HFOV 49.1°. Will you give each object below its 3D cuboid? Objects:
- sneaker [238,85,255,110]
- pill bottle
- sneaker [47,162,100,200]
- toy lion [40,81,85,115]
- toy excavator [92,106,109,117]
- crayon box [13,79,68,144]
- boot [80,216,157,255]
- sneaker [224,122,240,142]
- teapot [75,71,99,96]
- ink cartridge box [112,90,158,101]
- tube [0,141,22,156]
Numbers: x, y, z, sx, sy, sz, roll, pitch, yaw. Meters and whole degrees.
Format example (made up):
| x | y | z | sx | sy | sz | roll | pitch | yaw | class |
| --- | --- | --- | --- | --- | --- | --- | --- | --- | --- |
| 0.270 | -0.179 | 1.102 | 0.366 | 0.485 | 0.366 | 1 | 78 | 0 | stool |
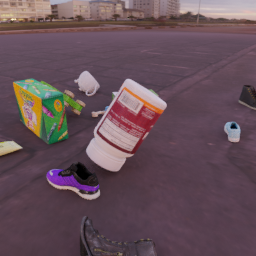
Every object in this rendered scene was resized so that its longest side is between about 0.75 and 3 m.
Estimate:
| x | y | z | sx | sy | sz | roll | pitch | yaw | class |
| --- | --- | --- | --- | --- | --- | --- | --- | --- | --- |
| 5.533 | -1.330 | 12.229 | 0.595 | 0.846 | 1.592 | -13 | 27 | -26 | sneaker |
| -0.091 | -0.039 | 7.318 | 1.253 | 2.194 | 1.253 | 32 | 13 | -8 | pill bottle |
| -1.328 | 1.120 | 6.774 | 1.518 | 0.755 | 0.528 | 13 | 27 | 25 | sneaker |
| -2.645 | -1.247 | 10.910 | 1.560 | 0.559 | 1.627 | 28 | -6 | 22 | toy lion |
| -0.851 | -0.654 | 11.304 | 0.959 | 0.479 | 0.933 | -2 | 18 | 28 | toy excavator |
| -3.089 | -0.672 | 9.798 | 0.776 | 1.582 | 2.664 | -19 | 29 | -34 | crayon box |
| -0.168 | 2.127 | 4.927 | 1.303 | 0.518 | 1.496 | -3 | 31 | -14 | boot |
| 3.633 | -0.012 | 9.630 | 0.480 | 0.533 | 1.300 | 4 | 24 | 6 | sneaker |
| -2.090 | -2.210 | 14.223 | 0.895 | 1.209 | 1.225 | -42 | 9 | -5 | teapot |
| 0.305 | -1.265 | 12.441 | 1.872 | 0.555 | 0.972 | -6 | 24 | -13 | ink cartridge box |
| -4.165 | 0.696 | 8.156 | 1.921 | 0.499 | 0.557 | -14 | 65 | -40 | tube |
